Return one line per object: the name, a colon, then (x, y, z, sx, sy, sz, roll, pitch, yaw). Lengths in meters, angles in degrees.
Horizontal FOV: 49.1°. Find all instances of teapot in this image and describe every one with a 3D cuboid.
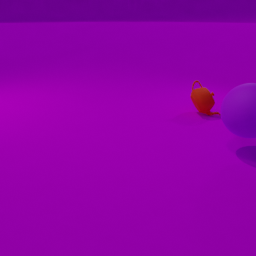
teapot: (2.722, -0.982, 9.904, 0.754, 1.539, 0.957, -30, 0, 4)

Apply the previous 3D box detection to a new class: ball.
ball: (3.014, -0.425, 6.953, 1.362, 1.362, 1.362, 0, 23, 0)
